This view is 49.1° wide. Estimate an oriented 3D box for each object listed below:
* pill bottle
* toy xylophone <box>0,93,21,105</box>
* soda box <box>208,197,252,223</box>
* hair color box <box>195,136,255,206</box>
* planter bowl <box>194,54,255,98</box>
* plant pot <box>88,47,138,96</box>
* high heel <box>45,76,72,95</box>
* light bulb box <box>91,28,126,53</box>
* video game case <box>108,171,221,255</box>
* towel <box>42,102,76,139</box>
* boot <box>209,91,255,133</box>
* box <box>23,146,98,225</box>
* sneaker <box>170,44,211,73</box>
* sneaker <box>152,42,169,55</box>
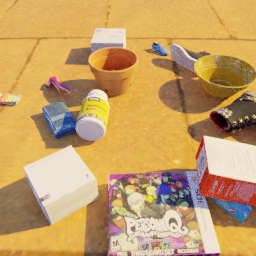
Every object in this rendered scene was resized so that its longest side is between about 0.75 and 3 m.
[{"bbox_3d":[-1.202,-0.522,9.929,1.023,1.023,1.839,2,43,2],"label":"pill bottle"},{"bbox_3d":[-4.745,-1.199,11.264,0.956,0.240,0.700,3,43,3],"label":"toy xylophone"},{"bbox_3d":[2.777,2.039,7.713,0.363,0.384,1.132,-32,52,-30],"label":"soda box"},{"bbox_3d":[3.437,1.279,7.762,2.888,0.923,1.601,11,36,1],"label":"hair color box"},{"bbox_3d":[3.880,-1.969,11.509,2.472,1.029,2.472,0,44,0],"label":"planter bowl"},{"bbox_3d":[-0.590,-2.260,11.557,1.978,1.384,1.978,1,43,0],"label":"plant pot"},{"bbox_3d":[-2.787,-1.835,11.769,1.468,0.495,0.704,15,55,34],"label":"high heel"},{"bbox_3d":[-0.915,-4.111,13.802,1.580,0.995,1.594,2,43,3],"label":"light bulb box"},{"bbox_3d":[0.792,2.253,7.419,2.676,0.479,2.425,-1,43,-1],"label":"video game case"},{"bbox_3d":[-2.489,-0.341,10.231,0.932,0.405,1.669,-19,46,-20],"label":"towel"},{"bbox_3d":[4.399,-0.205,9.713,2.022,0.966,2.677,-24,43,-20],"label":"boot"},{"bbox_3d":[-1.848,1.537,7.800,1.503,0.988,1.511,-25,49,-24],"label":"box"},{"bbox_3d":[3.039,-3.366,13.231,1.115,0.795,2.249,-27,55,-28],"label":"sneaker"},{"bbox_3d":[1.624,-4.007,14.128,0.358,0.426,1.086,-32,53,-32],"label":"sneaker"}]
